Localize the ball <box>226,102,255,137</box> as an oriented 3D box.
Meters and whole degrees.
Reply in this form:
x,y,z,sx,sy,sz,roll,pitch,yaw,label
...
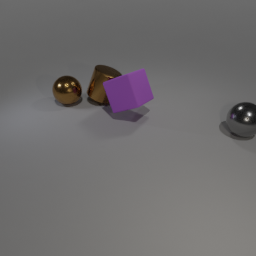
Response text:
x,y,z,sx,sy,sz,roll,pitch,yaw,label
4.620,-0.329,11.061,1.400,1.400,1.400,0,32,0,ball

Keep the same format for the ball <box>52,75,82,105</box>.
x,y,z,sx,sy,sz,roll,pitch,yaw,label
-2.912,-1.815,13.447,1.400,1.400,1.400,0,32,0,ball

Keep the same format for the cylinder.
x,y,z,sx,sy,sz,roll,pitch,yaw,label
-1.135,-2.115,13.520,1.400,1.400,1.400,18,29,-11,cylinder

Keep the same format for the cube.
x,y,z,sx,sy,sz,roll,pitch,yaw,label
0.036,-1.606,12.099,1.400,1.400,1.400,-11,14,37,cube
